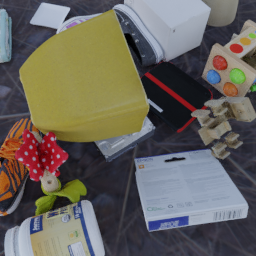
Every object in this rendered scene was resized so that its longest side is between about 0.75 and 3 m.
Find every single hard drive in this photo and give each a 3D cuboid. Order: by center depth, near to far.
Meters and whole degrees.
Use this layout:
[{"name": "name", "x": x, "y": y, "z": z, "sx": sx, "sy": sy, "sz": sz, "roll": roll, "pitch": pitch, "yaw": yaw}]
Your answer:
[{"name": "hard drive", "x": -0.615, "y": -0.415, "z": 8.916, "sx": 1.833, "sy": 0.496, "sz": 2.624, "roll": -30, "pitch": 66, "yaw": -15}]

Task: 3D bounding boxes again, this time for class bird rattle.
[{"name": "bird rattle", "x": -2.229, "y": 0.979, "z": 7.126, "sx": 1.465, "sy": 2.601, "sz": 2.120, "roll": -30, "pitch": 41, "yaw": -16}]

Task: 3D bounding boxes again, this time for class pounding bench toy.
[{"name": "pounding bench toy", "x": 4.020, "y": -1.779, "z": 9.038, "sx": 1.988, "sy": 1.583, "sz": 2.548, "roll": -38, "pitch": 68, "yaw": -19}]

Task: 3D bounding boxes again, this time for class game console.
[{"name": "game console", "x": 1.428, "y": -1.134, "z": 9.340, "sx": 2.324, "sy": 0.361, "sz": 2.056, "roll": 41, "pitch": 67, "yaw": 20}]

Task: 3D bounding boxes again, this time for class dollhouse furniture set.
[{"name": "dollhouse furniture set", "x": 2.675, "y": -0.189, "z": 8.172, "sx": 1.629, "sy": 1.082, "sz": 1.428, "roll": -35, "pitch": 106, "yaw": -13}]

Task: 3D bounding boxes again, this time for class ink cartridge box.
[{"name": "ink cartridge box", "x": 1.492, "y": 1.536, "z": 7.539, "sx": 2.452, "sy": 0.499, "sz": 2.457, "roll": -7, "pitch": 29, "yaw": -2}]

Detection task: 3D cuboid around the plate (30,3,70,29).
[{"name": "plate", "x": -3.115, "y": -4.490, "z": 11.321, "sx": 1.276, "sy": 0.206, "sz": 1.274, "roll": 12, "pitch": 61, "yaw": 7}]

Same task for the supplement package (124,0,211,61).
[{"name": "supplement package", "x": 1.291, "y": -4.171, "z": 10.279, "sx": 1.725, "sy": 1.704, "sz": 2.845, "roll": -28, "pitch": 65, "yaw": -15}]

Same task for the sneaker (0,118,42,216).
[{"name": "sneaker", "x": -3.198, "y": 0.781, "z": 7.581, "sx": 1.142, "sy": 1.650, "sz": 2.945, "roll": 4, "pitch": 61, "yaw": 2}]

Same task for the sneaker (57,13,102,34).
[{"name": "sneaker", "x": -1.484, "y": -3.538, "z": 10.487, "sx": 2.184, "sy": 0.792, "sz": 1.245, "roll": -22, "pitch": 66, "yaw": -11}]

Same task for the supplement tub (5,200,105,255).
[{"name": "supplement tub", "x": -1.685, "y": 2.685, "z": 6.644, "sx": 2.010, "sy": 1.451, "sz": 1.451, "roll": -16, "pitch": 62, "yaw": -10}]

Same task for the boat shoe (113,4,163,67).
[{"name": "boat shoe", "x": 0.058, "y": -3.360, "z": 10.312, "sx": 0.985, "sy": 1.039, "sz": 2.973, "roll": -29, "pitch": 73, "yaw": -17}]

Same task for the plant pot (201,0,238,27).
[{"name": "plant pot", "x": 3.612, "y": -5.170, "z": 10.819, "sx": 1.638, "sy": 1.749, "sz": 1.638, "roll": 0, "pitch": 62, "yaw": 0}]

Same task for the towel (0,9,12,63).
[{"name": "towel", "x": -5.524, "y": -3.340, "z": 10.485, "sx": 2.175, "sy": 0.612, "sz": 2.541, "roll": -11, "pitch": 62, "yaw": -3}]

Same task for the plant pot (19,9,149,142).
[{"name": "plant pot", "x": -1.188, "y": -0.937, "z": 7.266, "sx": 2.613, "sy": 2.554, "sz": 2.538, "roll": -18, "pitch": 78, "yaw": -5}]
